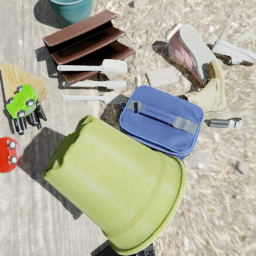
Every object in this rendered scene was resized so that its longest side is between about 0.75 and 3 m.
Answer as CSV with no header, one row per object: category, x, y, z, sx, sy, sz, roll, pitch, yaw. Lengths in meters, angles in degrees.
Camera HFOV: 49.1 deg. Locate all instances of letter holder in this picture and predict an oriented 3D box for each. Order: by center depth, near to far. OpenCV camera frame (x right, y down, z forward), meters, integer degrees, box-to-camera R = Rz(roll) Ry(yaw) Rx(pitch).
letter holder,-1.295,-2.800,9.584,2.598,1.306,1.846,-29,38,-12

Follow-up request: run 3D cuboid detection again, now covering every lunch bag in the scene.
lunch bag,0.914,-0.159,8.635,2.575,1.704,1.750,22,68,8

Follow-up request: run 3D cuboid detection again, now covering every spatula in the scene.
spatula,-1.170,-1.530,9.436,2.312,1.607,0.186,3,39,5

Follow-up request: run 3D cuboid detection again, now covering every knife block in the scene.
knife block,-3.734,-0.884,9.457,2.358,0.754,2.070,26,68,10

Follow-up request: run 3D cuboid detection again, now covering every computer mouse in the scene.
computer mouse,0.383,3.710,7.287,0.446,1.361,1.939,-24,68,21

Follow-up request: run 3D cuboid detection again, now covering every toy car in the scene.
toy car,-3.655,-0.298,8.855,2.577,0.611,2.738,-45,71,14

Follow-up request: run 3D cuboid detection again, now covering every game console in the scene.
game console,-0.778,4.311,7.504,2.522,0.304,1.488,-34,70,-14

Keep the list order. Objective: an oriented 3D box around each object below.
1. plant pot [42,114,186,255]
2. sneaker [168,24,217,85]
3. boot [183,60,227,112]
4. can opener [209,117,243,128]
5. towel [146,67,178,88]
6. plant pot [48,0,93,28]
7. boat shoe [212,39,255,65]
plant pot,-0.429,0.973,5.963,2.244,2.440,2.440,39,70,-16
sneaker,2.334,-2.478,10.180,0.910,1.264,2.418,-39,102,-19
boot,2.538,-1.333,9.460,1.355,0.635,1.744,-11,103,-2
can opener,3.304,-0.175,9.465,1.133,0.298,0.377,1,32,-1
towel,1.251,-1.833,10.188,1.052,0.181,0.697,-14,67,-6
plant pot,-2.117,-4.697,10.621,1.747,1.642,1.747,0,66,0
boat shoe,3.962,-2.642,10.371,1.811,0.642,0.632,26,96,7
